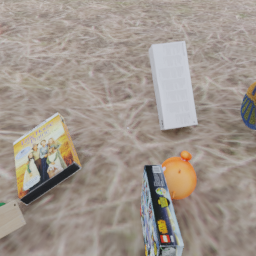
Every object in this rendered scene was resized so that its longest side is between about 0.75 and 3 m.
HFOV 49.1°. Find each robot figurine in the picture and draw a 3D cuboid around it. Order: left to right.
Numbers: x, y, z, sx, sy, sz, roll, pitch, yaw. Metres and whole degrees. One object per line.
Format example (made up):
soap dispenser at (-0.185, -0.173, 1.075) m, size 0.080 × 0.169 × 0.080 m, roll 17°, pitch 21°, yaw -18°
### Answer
robot figurine at (0.923, 0.919, 5.313) m, size 0.896 × 0.727 × 1.246 m, roll -32°, pitch -5°, yaw 8°

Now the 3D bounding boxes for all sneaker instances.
sneaker at (3.590, -0.195, 6.294) m, size 1.276 × 1.090 × 2.896 m, roll 14°, pitch 26°, yaw -8°

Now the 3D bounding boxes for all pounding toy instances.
pounding toy at (-2.385, 1.627, 4.437) m, size 1.097 × 0.964 × 0.502 m, roll -22°, pitch 85°, yaw -47°

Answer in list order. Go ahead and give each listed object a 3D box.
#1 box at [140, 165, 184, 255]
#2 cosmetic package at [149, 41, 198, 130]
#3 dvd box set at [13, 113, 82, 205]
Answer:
box at (0.438, 1.474, 4.244) m, size 0.322 × 1.106 × 1.616 m, roll 0°, pitch 28°, yaw -4°
cosmetic package at (1.124, -1.051, 7.094) m, size 0.871 × 2.110 × 0.534 m, roll -8°, pitch -1°, yaw -5°
dvd box set at (-1.782, 0.555, 5.946) m, size 1.319 × 0.265 × 1.803 m, roll -34°, pitch 42°, yaw 1°
